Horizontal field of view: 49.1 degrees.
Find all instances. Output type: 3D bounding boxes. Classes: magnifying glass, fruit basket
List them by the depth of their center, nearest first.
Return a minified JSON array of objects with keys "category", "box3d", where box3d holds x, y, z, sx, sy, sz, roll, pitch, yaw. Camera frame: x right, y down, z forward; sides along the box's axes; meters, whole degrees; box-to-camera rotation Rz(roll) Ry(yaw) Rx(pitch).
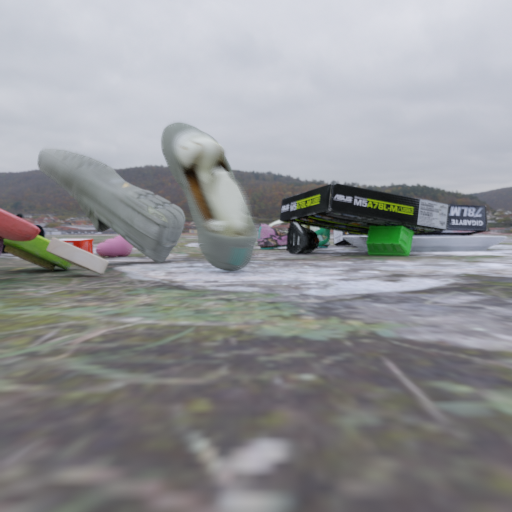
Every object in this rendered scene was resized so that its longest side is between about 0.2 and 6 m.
[{"category":"fruit basket","box3d":[2.714,-0.275,11.217,0.937,0.676,0.937,14,-19,5]},{"category":"magnifying glass","box3d":[1.737,-0.624,13.996,0.546,0.154,1.371,8,-33,-19]}]

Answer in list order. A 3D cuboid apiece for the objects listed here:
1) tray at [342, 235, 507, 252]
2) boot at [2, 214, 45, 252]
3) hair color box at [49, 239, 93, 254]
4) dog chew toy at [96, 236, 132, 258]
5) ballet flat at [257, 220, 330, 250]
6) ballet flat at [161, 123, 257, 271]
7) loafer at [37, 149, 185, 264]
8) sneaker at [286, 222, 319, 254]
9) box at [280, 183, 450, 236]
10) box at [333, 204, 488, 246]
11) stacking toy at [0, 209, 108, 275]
[{"category":"tray","box3d":[4.068,-0.315,13.765,3.508,0.389,1.884,-1,2,-11]},{"category":"boot","box3d":[-6.176,-0.528,12.591,2.356,0.900,1.980,6,-5,-35]},{"category":"hair color box","box3d":[-3.480,-0.144,10.611,0.589,0.355,1.160,-1,4,-4]},{"category":"dog chew toy","box3d":[-2.696,-0.152,10.584,0.669,0.416,0.416,-13,9,-34]},{"category":"ballet flat","box3d":[1.065,-0.605,14.927,2.377,0.846,0.822,-1,7,-33]},{"category":"ballet flat","box3d":[-0.582,-1.020,7.356,0.869,2.579,0.822,-9,-30,-24]},{"category":"loafer","box3d":[-2.415,-0.844,8.895,2.759,0.963,0.965,32,19,17]},{"category":"sneaker","box3d":[1.058,-0.377,12.357,0.736,0.686,1.855,4,3,2]},{"category":"box","box3d":[2.175,-0.885,11.781,2.659,0.632,2.568,8,-2,-17]},{"category":"box","box3d":[4.197,-0.837,15.854,3.234,0.803,3.210,0,-5,-12]},{"category":"stacking toy","box3d":[-3.105,0.035,6.402,2.180,1.017,2.408,30,-13,-35]}]
